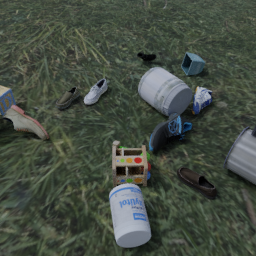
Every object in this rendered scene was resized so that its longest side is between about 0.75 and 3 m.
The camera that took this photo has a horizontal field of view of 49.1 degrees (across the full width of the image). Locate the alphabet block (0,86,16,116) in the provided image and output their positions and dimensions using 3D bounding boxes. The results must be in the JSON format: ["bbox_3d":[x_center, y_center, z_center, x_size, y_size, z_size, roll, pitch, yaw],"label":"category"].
[{"bbox_3d":[-5.737,-1.251,12.377,0.968,0.946,0.951,18,44,16],"label":"alphabet block"}]

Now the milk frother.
[{"bbox_3d":[5.257,0.994,9.571,2.688,2.579,2.858,33,9,29],"label":"milk frother"}]

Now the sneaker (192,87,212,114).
[{"bbox_3d":[3.350,-1.247,12.545,0.810,0.692,1.839,13,46,14],"label":"sneaker"}]

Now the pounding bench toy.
[{"bbox_3d":[0.110,1.094,9.827,1.283,1.022,1.644,-2,43,-2],"label":"pounding bench toy"}]

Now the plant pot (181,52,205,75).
[{"bbox_3d":[3.471,-3.337,14.658,0.910,0.891,0.893,-1,42,-16],"label":"plant pot"}]

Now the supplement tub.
[{"bbox_3d":[0.037,2.552,8.287,1.035,1.035,1.569,-8,43,-8],"label":"supplement tub"}]

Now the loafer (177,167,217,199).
[{"bbox_3d":[2.359,1.739,9.485,1.538,0.549,0.561,30,51,28],"label":"loafer"}]

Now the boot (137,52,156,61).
[{"bbox_3d":[1.013,-3.894,15.171,0.902,0.674,0.339,-5,74,34],"label":"boot"}]

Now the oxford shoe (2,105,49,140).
[{"bbox_3d":[-4.072,-0.056,11.198,2.071,0.733,0.764,33,62,13],"label":"oxford shoe"}]

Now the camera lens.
[{"bbox_3d":[1.570,-1.589,12.234,1.613,1.613,2.017,-28,51,-27],"label":"camera lens"}]

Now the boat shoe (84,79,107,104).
[{"bbox_3d":[-1.493,-1.743,13.146,0.605,0.576,1.681,25,49,24],"label":"boat shoe"}]

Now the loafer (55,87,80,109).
[{"bbox_3d":[-2.807,-1.432,12.860,0.558,0.517,1.485,20,47,20],"label":"loafer"}]

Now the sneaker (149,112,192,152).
[{"bbox_3d":[1.669,0.182,10.918,0.948,0.848,2.315,27,50,26],"label":"sneaker"}]
